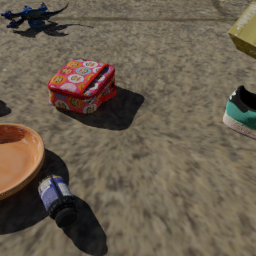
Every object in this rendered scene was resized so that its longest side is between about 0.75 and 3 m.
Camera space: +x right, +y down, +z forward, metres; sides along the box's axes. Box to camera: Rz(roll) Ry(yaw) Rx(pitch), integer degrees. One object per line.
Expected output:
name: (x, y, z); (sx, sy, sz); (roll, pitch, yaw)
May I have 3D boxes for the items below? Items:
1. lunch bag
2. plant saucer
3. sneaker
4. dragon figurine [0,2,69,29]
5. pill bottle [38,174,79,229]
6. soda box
lunch bag: (-1.170, -1.206, 8.032); (1.701, 0.791, 1.931); (16, 42, 11)
plant saucer: (-2.865, 0.737, 5.882); (2.242, 0.420, 2.242); (1, 39, -1)
sneaker: (3.606, -0.168, 6.447); (2.723, 1.088, 0.972); (23, 45, 26)
dragon figurine: (-4.076, -5.004, 12.555); (2.897, 0.853, 1.440); (-5, 39, -5)
pill bottle: (-1.251, 1.324, 5.077); (0.522, 0.522, 0.933); (-20, 43, -23)
soda box: (3.069, -1.407, 5.153); (2.355, 0.754, 0.798); (46, 14, 33)
